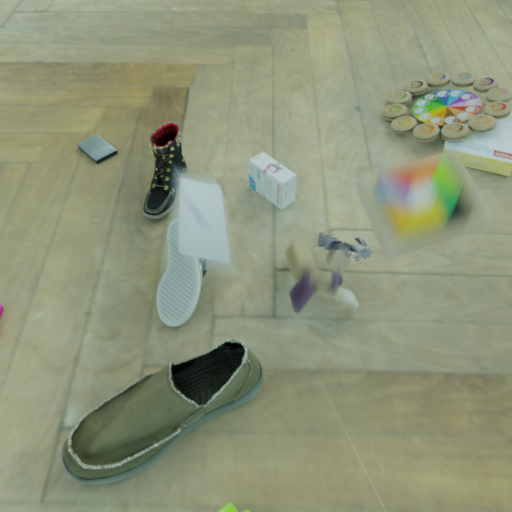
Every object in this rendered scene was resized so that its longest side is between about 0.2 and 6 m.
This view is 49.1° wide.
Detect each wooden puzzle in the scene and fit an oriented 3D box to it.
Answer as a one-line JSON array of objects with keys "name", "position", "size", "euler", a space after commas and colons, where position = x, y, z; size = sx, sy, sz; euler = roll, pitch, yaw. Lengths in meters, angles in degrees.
[{"name": "wooden puzzle", "position": [2.881, -0.978, 9.812], "size": [1.868, 0.348, 1.728], "euler": [-19, 59, 6]}]

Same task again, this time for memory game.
[{"name": "memory game", "position": [4.953, -3.958, 14.620], "size": [3.287, 0.209, 3.287], "euler": [-9, 43, 9]}]

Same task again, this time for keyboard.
[{"name": "keyboard", "position": [-1.002, -0.742, 10.412], "size": [0.845, 0.160, 3.002], "euler": [6, 30, -11]}]

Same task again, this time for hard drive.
[{"name": "hard drive", "position": [-3.984, -2.679, 14.048], "size": [0.615, 0.145, 0.881], "euler": [-36, 58, -27]}]

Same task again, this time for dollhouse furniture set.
[{"name": "dollhouse furniture set", "position": [1.465, 0.213, 10.931], "size": [1.273, 1.421, 1.794], "euler": [21, 29, -23]}]

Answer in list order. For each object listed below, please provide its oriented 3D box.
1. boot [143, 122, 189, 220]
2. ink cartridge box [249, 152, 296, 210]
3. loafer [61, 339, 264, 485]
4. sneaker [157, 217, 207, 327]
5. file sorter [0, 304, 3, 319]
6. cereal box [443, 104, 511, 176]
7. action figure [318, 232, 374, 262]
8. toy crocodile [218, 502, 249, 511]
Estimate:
[{"name": "boot", "position": [-2.081, -1.909, 12.512], "size": [0.709, 1.459, 1.938], "euler": [15, 51, 12]}, {"name": "ink cartridge box", "position": [0.370, -1.704, 12.763], "size": [0.476, 0.813, 1.124], "euler": [-34, 57, -25]}, {"name": "loafer", "position": [-1.490, 2.295, 9.037], "size": [3.533, 1.231, 1.329], "euler": [-28, 55, -22]}, {"name": "sneaker", "position": [-1.402, 0.375, 11.048], "size": [0.843, 0.854, 2.150], "euler": [3, 74, 9]}, {"name": "file sorter", "position": [-5.580, 1.411, 9.762], "size": [1.437, 1.297, 2.068], "euler": [-2, 49, -2]}, {"name": "cereal box", "position": [5.689, -3.038, 14.144], "size": [1.669, 0.459, 2.320], "euler": [16, 51, 13]}, {"name": "action figure", "position": [1.544, -0.148, 9.508], "size": [0.980, 0.340, 0.638], "euler": [16, 15, 35]}, {"name": "toy crocodile", "position": [0.050, 4.161, 7.988], "size": [1.588, 0.490, 0.536], "euler": [32, 56, 19]}]
